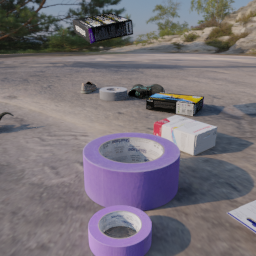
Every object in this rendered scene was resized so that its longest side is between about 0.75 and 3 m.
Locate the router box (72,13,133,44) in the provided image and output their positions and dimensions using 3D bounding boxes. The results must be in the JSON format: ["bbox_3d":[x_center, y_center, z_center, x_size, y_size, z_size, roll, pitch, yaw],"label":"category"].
[{"bbox_3d":[-0.983,-3.730,10.301,1.617,0.554,2.168,-17,33,-17],"label":"router box"}]

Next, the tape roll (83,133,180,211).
[{"bbox_3d":[0.077,0.898,6.494,2.197,0.934,2.197,1,20,0],"label":"tape roll"}]

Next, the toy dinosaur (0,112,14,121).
[{"bbox_3d":[-5.271,-0.153,10.064,2.184,0.841,1.117,3,31,-12],"label":"toy dinosaur"}]

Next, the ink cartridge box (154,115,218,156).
[{"bbox_3d":[1.789,0.182,8.892,1.202,0.698,1.629,-16,27,-39],"label":"ink cartridge box"}]

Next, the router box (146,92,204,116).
[{"bbox_3d":[2.178,-1.159,12.926,2.246,0.573,1.675,10,22,27],"label":"router box"}]

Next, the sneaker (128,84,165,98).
[{"bbox_3d":[0.960,-1.856,14.925,2.166,0.816,0.858,7,31,40],"label":"sneaker"}]

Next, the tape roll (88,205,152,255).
[{"bbox_3d":[-0.134,1.787,4.816,1.079,0.354,1.079,0,18,0],"label":"tape roll"}]

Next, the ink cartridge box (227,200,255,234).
[{"bbox_3d":[2.944,1.643,5.187,2.154,0.399,1.020,-8,21,-28],"label":"ink cartridge box"}]

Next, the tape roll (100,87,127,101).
[{"bbox_3d":[-0.776,-1.843,15.037,1.488,0.492,1.488,-1,20,0],"label":"tape roll"}]

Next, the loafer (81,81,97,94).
[{"bbox_3d":[-2.325,-2.536,16.847,0.694,0.607,1.931,4,19,10],"label":"loafer"}]
